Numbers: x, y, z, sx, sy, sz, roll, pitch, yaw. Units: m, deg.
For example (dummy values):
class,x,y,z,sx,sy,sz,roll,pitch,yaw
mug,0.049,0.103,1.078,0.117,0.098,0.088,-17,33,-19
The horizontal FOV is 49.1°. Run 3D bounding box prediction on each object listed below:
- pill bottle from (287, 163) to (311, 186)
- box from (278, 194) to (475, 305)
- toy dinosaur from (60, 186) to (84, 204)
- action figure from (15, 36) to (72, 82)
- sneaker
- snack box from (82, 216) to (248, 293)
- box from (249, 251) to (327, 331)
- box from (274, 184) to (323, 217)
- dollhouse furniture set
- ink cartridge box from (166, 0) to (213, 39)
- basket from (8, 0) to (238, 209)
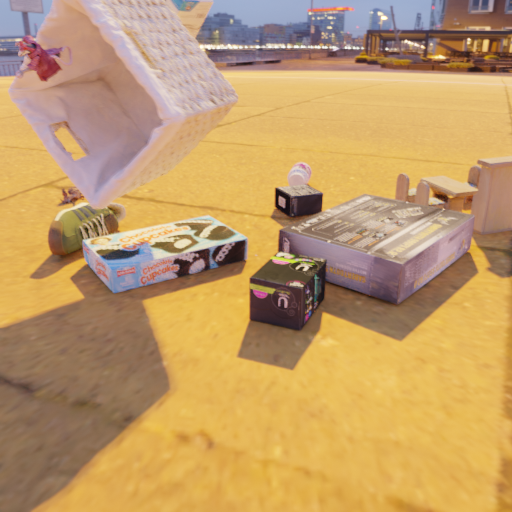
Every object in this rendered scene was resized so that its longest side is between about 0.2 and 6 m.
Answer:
class,x,y,z,sx,sy,sz,roll,pitch,yaw
pill bottle,1.145,-2.108,14.953,0.570,0.570,1.016,5,24,11
box,2.286,-0.291,10.458,2.455,0.749,3.099,18,29,36
toy dinosaur,-4.610,-1.592,14.062,0.577,0.366,0.852,-11,19,-8
action figure,-3.157,-2.893,8.206,0.682,0.613,0.916,-8,-1,2
sneaker,-3.297,-0.650,11.274,1.007,0.752,2.243,-3,20,4
snack box,-1.668,-0.107,10.372,2.645,0.491,1.537,-14,27,-30
box,0.502,0.506,8.632,0.869,0.727,1.170,10,25,23
box,0.989,-1.297,13.102,0.853,0.530,0.860,-10,25,-21
dollhouse furniture set,4.721,-1.633,12.599,2.185,1.548,2.379,-8,25,-19
ink cartridge box,-1.540,-5.023,11.749,0.819,1.133,0.477,-22,72,-43
basket,-2.193,-2.706,9.421,2.635,2.611,2.119,-36,1,40
